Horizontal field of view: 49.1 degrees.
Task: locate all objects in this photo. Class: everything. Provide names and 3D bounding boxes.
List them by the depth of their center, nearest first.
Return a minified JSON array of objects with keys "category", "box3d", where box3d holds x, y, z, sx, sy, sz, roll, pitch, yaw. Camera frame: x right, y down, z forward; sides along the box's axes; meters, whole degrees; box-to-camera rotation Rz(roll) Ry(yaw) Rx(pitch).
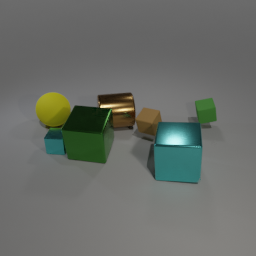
[{"category":"cube","box3d":[1.616,0.744,9.009,1.400,1.400,1.400,1,32,11]},{"category":"cube","box3d":[-1.334,0.203,9.812,1.400,1.400,1.400,6,40,9]},{"category":"cube","box3d":[-2.562,0.483,10.184,0.700,0.700,0.700,3,32,5]},{"category":"cube","box3d":[0.790,-0.244,10.480,0.700,0.700,0.700,14,52,29]},{"category":"cube","box3d":[3.124,-0.687,11.251,0.700,0.700,0.700,-10,38,11]},{"category":"cylinder","box3d":[-0.500,-0.703,11.395,1.400,1.400,1.400,-6,33,-9]},{"category":"ball","box3d":[-3.071,-0.761,11.531,1.400,1.400,1.400,0,32,0]}]
